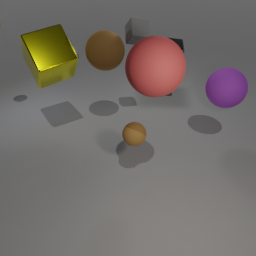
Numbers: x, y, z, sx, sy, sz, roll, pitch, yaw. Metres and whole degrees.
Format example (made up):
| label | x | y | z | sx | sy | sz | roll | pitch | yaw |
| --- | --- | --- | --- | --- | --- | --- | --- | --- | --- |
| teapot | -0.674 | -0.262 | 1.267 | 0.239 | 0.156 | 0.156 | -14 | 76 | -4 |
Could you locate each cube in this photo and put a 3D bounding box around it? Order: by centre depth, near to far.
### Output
| label | x | y | z | sx | sy | sz | roll | pitch | yaw |
| --- | --- | --- | --- | --- | --- | --- | --- | --- | --- |
| cube | -2.700 | -2.433 | 9.646 | 1.400 | 1.400 | 1.400 | -25 | 83 | -21 |
| cube | 0.338 | -3.438 | 10.005 | 0.700 | 0.700 | 0.700 | 0 | -8 | -20 |
| cube | 1.772 | -3.302 | 13.075 | 1.400 | 1.400 | 1.400 | 7 | 39 | 2 |

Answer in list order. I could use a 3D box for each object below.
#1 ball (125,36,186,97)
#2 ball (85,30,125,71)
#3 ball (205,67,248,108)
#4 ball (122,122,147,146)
| label | x | y | z | sx | sy | sz | roll | pitch | yaw |
| --- | --- | --- | --- | --- | --- | --- | --- | --- | --- |
| ball | 0.633 | -1.419 | 6.532 | 1.400 | 1.400 | 1.400 | 0 | 32 | 0 |
| ball | -0.816 | -2.755 | 9.993 | 1.400 | 1.400 | 1.400 | 0 | 32 | 0 |
| ball | 3.423 | -1.394 | 9.756 | 1.400 | 1.400 | 1.400 | 0 | 32 | 0 |
| ball | 0.185 | 0.174 | 8.087 | 0.700 | 0.700 | 0.700 | 0 | 32 | 0 |
